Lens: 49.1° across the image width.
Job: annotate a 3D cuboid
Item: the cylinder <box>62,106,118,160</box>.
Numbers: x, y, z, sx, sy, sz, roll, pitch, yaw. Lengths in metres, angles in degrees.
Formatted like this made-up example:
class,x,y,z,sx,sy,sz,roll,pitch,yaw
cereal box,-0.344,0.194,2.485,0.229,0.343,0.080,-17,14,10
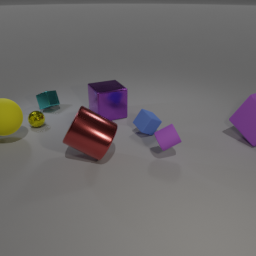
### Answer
class,x,y,z,sx,sy,sz,roll,pitch,yaw
cylinder,-1.271,0.174,9.438,1.400,1.400,1.400,28,25,-11

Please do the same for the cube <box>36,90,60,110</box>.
class,x,y,z,sx,sy,sz,roll,pitch,yaw
cube,-3.783,-1.332,13.246,0.700,0.700,0.700,-16,3,29

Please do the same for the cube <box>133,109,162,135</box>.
class,x,y,z,sx,sy,sz,roll,pitch,yaw
cube,0.764,-0.234,11.110,0.700,0.700,0.700,15,26,-45

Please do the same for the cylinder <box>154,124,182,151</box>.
class,x,y,z,sx,sy,sz,roll,pitch,yaw
cylinder,1.347,0.314,9.472,0.700,0.700,0.700,-28,26,9

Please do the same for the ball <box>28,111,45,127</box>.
class,x,y,z,sx,sy,sz,roll,pitch,yaw
ball,-3.864,-0.385,11.827,0.700,0.700,0.700,0,27,0

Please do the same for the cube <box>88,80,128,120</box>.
class,x,y,z,sx,sy,sz,roll,pitch,yaw
cube,-0.924,-1.249,12.696,1.400,1.400,1.400,-12,30,-22

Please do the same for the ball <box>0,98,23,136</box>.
class,x,y,z,sx,sy,sz,roll,pitch,yaw
ball,-4.686,-0.408,10.515,1.400,1.400,1.400,0,27,0

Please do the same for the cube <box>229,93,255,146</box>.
class,x,y,z,sx,sy,sz,roll,pitch,yaw
cube,5.025,-0.405,10.512,1.400,1.400,1.400,-16,59,-35
